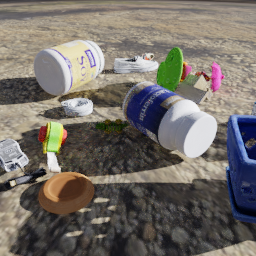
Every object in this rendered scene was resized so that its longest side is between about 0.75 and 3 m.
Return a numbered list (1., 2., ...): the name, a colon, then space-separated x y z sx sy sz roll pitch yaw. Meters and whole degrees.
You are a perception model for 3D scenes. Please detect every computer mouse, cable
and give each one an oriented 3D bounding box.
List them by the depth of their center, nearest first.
1. computer mouse: -3.330 1.012 8.293 1.130 0.452 2.060 -26 45 -28
2. cable: -2.017 -0.839 11.405 1.158 0.401 1.158 -25 40 -38

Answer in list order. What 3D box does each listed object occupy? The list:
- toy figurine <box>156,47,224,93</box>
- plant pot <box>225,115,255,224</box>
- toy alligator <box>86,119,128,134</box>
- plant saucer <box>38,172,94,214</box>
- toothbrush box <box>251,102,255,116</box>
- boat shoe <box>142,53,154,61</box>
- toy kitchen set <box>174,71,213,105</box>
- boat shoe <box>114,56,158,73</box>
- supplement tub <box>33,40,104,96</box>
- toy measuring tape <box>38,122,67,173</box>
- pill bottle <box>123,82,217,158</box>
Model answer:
1. toy figurine: 3.043 -2.406 13.192 2.645 2.157 2.874 7 4 -15
2. plant pot: 3.458 1.077 6.660 2.180 1.960 2.180 5 31 10
3. toy alligator: -0.752 -0.029 9.952 1.492 0.495 0.359 -2 30 1
4. plant saucer: -1.628 1.625 7.396 1.454 0.272 1.454 0 31 0
5. toothbrush box: 5.930 -0.274 9.769 2.580 1.100 1.889 -10 33 -19
6. boat shoe: 1.178 -4.221 16.969 0.498 0.566 1.590 11 28 13
7. toy kitchen set: 2.904 -1.156 11.744 1.358 1.502 1.665 31 83 44
8. boat shoe: 0.496 -3.599 15.589 2.569 0.840 0.945 -11 33 -18
9. supplement tub: -2.701 -2.941 13.253 2.109 2.109 2.901 18 36 28
10. toy measuring tape: -2.285 0.415 8.632 0.910 0.910 2.474 -9 26 -15
11. pill bottle: 1.290 -0.318 9.230 1.715 1.715 2.964 -20 36 -30
